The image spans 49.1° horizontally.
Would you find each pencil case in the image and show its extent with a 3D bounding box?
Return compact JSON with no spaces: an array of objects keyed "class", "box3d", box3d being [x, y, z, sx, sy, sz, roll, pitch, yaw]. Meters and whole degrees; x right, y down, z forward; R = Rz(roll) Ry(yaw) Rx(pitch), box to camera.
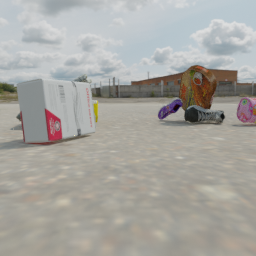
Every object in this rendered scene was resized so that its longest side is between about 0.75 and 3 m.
[{"class":"pencil case","box3d":[4.662,-0.582,9.353,2.037,0.891,0.891,-2,6,-18]}]

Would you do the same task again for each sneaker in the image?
[{"class":"sneaker","box3d":[1.617,-0.700,10.862,0.466,1.155,0.482,35,28,-28]},{"class":"sneaker","box3d":[2.729,-0.450,9.510,1.631,0.612,0.942,-2,6,-38]}]

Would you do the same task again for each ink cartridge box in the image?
[{"class":"ink cartridge box","box3d":[-1.446,-0.376,5.983,0.685,1.194,1.644,-6,3,25]}]

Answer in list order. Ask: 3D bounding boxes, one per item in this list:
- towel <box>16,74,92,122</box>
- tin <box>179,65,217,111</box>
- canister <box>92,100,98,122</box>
[{"class":"towel","box3d":[-2.224,-1.003,8.926,2.333,0.418,2.423,-31,15,1]},{"class":"tin","box3d":[2.524,-1.316,10.306,1.269,2.266,0.474,29,59,23]},{"class":"canister","box3d":[-1.663,-0.613,10.034,1.154,0.857,0.499,2,-23,-10]}]
